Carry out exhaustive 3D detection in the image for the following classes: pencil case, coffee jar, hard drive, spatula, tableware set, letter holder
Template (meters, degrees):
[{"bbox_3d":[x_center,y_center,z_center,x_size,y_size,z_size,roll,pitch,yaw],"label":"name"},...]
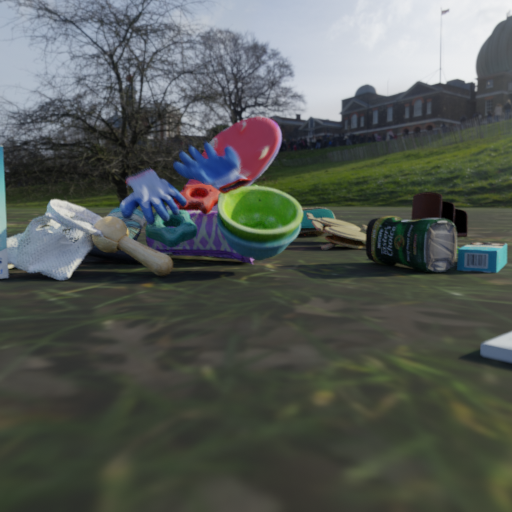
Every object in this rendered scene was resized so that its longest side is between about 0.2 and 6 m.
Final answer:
[{"bbox_3d":[-0.935,-0.326,9.578,2.075,0.871,0.887,0,48,24],"label":"pencil case"},{"bbox_3d":[2.324,-0.203,8.643,0.657,0.803,1.539,-3,6,-24],"label":"coffee jar"},{"bbox_3d":[2.076,0.648,4.022,0.842,0.111,0.555,-6,8,-42],"label":"hard drive"},{"bbox_3d":[-3.063,-0.037,9.310,2.611,0.268,0.738,3,19,10],"label":"spatula"},{"bbox_3d":[1.883,-0.438,12.469,1.532,0.465,2.318,12,12,-3],"label":"tableware set"},{"bbox_3d":[5.059,-1.169,15.545,0.847,1.197,1.684,-1,6,-10],"label":"letter holder"}]

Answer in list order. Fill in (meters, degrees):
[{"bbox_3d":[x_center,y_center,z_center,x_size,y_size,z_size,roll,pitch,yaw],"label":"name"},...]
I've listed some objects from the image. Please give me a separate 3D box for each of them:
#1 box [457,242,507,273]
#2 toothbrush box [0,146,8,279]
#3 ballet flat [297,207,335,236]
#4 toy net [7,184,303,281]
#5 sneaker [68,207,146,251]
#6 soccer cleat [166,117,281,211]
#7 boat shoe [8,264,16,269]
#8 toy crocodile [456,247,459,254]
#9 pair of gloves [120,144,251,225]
[{"bbox_3d":[3.557,0.010,8.766,0.568,0.339,1.380,3,7,29],"label":"box"},{"bbox_3d":[-3.980,-0.538,7.126,0.762,1.787,1.308,4,9,40],"label":"toothbrush box"},{"bbox_3d":[0.729,-0.835,14.945,2.742,0.933,0.922,4,-15,-11],"label":"ballet flat"},{"bbox_3d":[-1.508,-0.622,8.170,4.158,0.803,2.181,-3,41,-12],"label":"toy net"},{"bbox_3d":[-2.712,-0.282,9.716,1.741,0.752,0.676,-20,-43,31],"label":"sneaker"},{"bbox_3d":[-0.655,-1.326,10.673,3.336,1.113,1.276,-46,-15,26],"label":"soccer cleat"},{"bbox_3d":[-4.472,-0.176,7.843,0.869,0.741,2.600,8,4,37],"label":"boat shoe"},{"bbox_3d":[3.007,-0.096,9.896,1.224,0.378,0.413,4,5,-10],"label":"toy crocodile"},{"bbox_3d":[-1.132,-1.127,8.419,2.032,0.231,1.633,-24,36,-15],"label":"pair of gloves"}]
